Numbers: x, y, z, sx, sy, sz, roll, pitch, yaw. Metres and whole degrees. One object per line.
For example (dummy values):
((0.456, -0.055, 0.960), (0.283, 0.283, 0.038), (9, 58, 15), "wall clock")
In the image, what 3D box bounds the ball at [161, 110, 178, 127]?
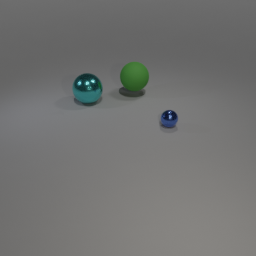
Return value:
((1.649, -0.376, 11.168), (0.700, 0.700, 0.700), (0, 31, 0), "ball")

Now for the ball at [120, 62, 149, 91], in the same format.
((0.315, -2.478, 13.498), (1.400, 1.400, 1.400), (0, 31, 0), "ball")

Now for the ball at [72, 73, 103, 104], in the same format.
((-1.860, -1.819, 12.898), (1.400, 1.400, 1.400), (0, 31, 0), "ball")
